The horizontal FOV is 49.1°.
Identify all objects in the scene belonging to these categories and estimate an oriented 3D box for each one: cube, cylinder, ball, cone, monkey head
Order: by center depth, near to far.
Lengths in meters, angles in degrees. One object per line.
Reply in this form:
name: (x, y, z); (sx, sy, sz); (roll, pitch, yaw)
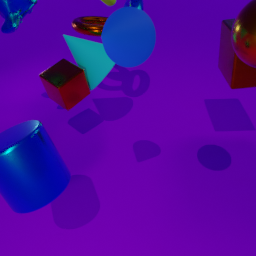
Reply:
ball: (1.811, -1.222, 3.569); (0.932, 0.932, 0.932); (0, 38, 0)
cone: (-0.155, -1.209, 3.729); (0.846, 0.846, 0.849); (15, 21, 18)
cylinder: (-1.574, 0.575, 4.320); (1.044, 1.044, 1.044); (-20, 24, 9)
monkey head: (-2.797, -2.900, 6.417); (1.750, 1.055, 1.259); (-10, 55, 23)
cube: (2.963, -1.814, 6.626); (1.273, 1.273, 1.273); (-5, 36, 4)
cube: (-1.610, -1.125, 7.250); (0.835, 0.835, 0.835); (33, 63, 29)
cone: (-1.139, -2.009, 7.491); (1.434, 1.428, 1.428); (37, 35, -18)

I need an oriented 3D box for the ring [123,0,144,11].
ring: (-0.025, -3.036, 8.548); (0.403, 2.014, 2.014); (12, 36, -15)

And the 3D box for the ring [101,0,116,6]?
ring: (-1.107, -4.252, 8.118); (1.861, 0.372, 1.861); (38, 15, -12)

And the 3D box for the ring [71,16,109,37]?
ring: (-0.918, -3.136, 8.588); (1.615, 0.323, 1.615); (4, 32, -2)
